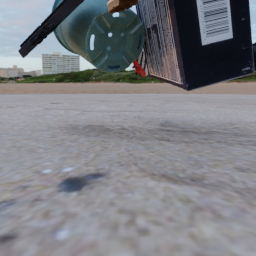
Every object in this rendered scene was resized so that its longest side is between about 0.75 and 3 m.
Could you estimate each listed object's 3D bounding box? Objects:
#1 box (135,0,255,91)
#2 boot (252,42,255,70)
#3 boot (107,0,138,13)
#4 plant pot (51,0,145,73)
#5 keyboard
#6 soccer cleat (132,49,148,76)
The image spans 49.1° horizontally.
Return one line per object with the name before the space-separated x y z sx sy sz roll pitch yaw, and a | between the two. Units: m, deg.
box | 1.447 -2.721 7.000 1.806 2.931 2.908 -15 19 -9
boot | 3.492 -2.018 7.665 1.601 0.806 2.141 -23 18 -13
boot | 0.125 -2.955 5.291 0.677 0.967 1.804 -20 12 -40
plant pot | -0.801 -2.859 8.180 2.366 2.366 2.317 -5 35 -28
keyboard | -1.839 -2.581 6.796 2.595 0.333 1.558 -25 32 38
soccer cleat | 0.335 -2.799 10.005 0.848 1.992 0.683 -37 28 -15
